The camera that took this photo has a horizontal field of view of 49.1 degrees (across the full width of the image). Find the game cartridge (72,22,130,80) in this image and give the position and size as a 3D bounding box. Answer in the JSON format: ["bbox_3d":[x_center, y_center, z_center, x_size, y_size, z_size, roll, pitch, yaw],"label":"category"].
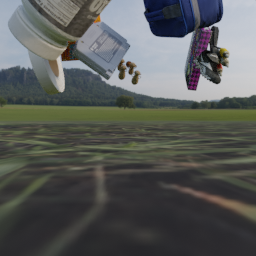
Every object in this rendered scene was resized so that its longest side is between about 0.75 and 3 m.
[{"bbox_3d":[-0.690,-2.113,7.370,0.375,1.236,1.853,-42,16,40],"label":"game cartridge"}]

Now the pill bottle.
[{"bbox_3d":[-1.256,-2.876,5.951,2.739,1.558,1.558,-43,-18,22],"label":"pill bottle"}]

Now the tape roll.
[{"bbox_3d":[-3.297,-2.750,11.400,0.515,2.816,2.816,-13,1,3],"label":"tape roll"}]

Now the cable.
[{"bbox_3d":[3.512,-2.979,11.007,0.628,2.494,1.211,10,-43,1],"label":"cable"}]

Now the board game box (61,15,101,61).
[{"bbox_3d":[-1.765,-3.421,10.090,1.463,1.464,1.462,-8,-10,-13],"label":"board game box"}]

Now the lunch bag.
[{"bbox_3d":[1.324,-3.454,7.864,1.504,1.545,2.274,-26,26,-16],"label":"lunch bag"}]

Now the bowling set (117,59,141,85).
[{"bbox_3d":[-0.110,-2.274,10.306,1.353,0.942,0.726,16,-29,-2],"label":"bowling set"}]

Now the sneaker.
[{"bbox_3d":[2.330,-1.792,7.937,0.456,0.620,1.371,13,38,-24],"label":"sneaker"}]

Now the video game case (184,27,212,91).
[{"bbox_3d":[2.939,-3.221,12.063,0.451,2.517,2.282,8,33,2],"label":"video game case"}]
